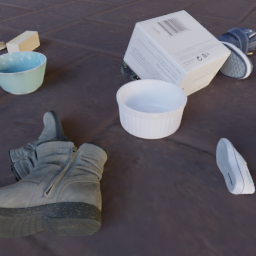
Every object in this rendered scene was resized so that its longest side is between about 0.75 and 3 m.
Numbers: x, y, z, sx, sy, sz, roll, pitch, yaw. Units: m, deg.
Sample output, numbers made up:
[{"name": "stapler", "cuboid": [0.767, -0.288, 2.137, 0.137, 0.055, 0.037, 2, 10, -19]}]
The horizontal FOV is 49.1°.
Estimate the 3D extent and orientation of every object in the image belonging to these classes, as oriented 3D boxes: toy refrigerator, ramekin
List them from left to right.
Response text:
[{"name": "toy refrigerator", "cuboid": [-4.239, -3.396, 11.367, 0.555, 0.602, 1.585, 8, 38, 10]}, {"name": "ramekin", "cuboid": [0.585, -0.493, 7.196, 1.745, 0.851, 1.745, 0, 37, 0]}]

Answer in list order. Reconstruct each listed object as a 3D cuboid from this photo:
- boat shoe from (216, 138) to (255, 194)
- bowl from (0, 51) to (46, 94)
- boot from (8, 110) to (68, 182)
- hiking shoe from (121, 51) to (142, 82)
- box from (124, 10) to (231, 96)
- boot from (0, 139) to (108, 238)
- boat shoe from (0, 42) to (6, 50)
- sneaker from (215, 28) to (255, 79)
[{"name": "boat shoe", "cuboid": [2.214, 0.806, 5.831, 0.464, 0.512, 1.391, 12, 44, -9]}, {"name": "bowl", "cuboid": [-3.365, -1.669, 8.759, 1.717, 0.898, 1.717, 1, 36, 0]}, {"name": "boot", "cuboid": [-2.043, 0.351, 6.254, 1.321, 0.684, 2.022, -19, 39, -16]}, {"name": "hiking shoe", "cuboid": [0.318, -1.966, 9.211, 0.631, 0.839, 1.666, -26, 44, -31]}, {"name": "box", "cuboid": [1.425, -2.159, 8.419, 2.140, 1.406, 2.152, -29, 69, -33]}, {"name": "boot", "cuboid": [-1.680, 0.966, 5.005, 2.625, 0.889, 1.715, 4, 47, -8]}, {"name": "boat shoe", "cuboid": [-5.853, -3.440, 11.496, 1.549, 0.514, 0.573, -9, 37, -11]}, {"name": "sneaker", "cuboid": [4.035, -2.770, 10.065, 2.125, 1.118, 2.941, -13, 37, -13]}]
